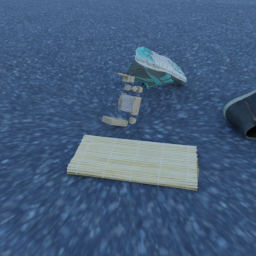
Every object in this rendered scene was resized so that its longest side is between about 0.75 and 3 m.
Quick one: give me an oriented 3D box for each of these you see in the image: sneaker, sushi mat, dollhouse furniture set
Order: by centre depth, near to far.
[{"bbox_3d":[0.175,0.687,6.182,2.750,0.166,1.316,6,35,7],"label":"sushi mat"},{"bbox_3d":[-0.115,-0.687,7.034,0.572,1.292,0.670,6,10,-41],"label":"dollhouse furniture set"},{"bbox_3d":[3.695,-0.532,7.075,2.222,0.831,1.180,-30,37,9],"label":"sneaker"},{"bbox_3d":[0.885,-1.708,8.918,2.421,1.104,0.939,13,40,-42],"label":"sneaker"}]
